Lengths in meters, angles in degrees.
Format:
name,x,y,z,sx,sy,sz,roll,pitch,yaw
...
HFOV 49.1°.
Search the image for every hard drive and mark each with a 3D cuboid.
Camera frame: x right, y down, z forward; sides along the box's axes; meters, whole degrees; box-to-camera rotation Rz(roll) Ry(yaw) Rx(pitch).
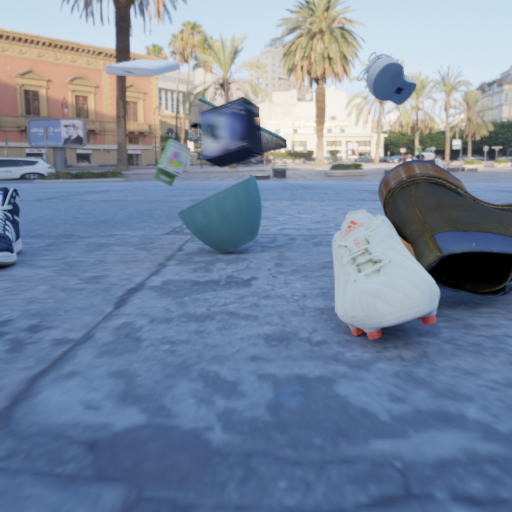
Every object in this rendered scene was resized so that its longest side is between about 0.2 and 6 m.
name,x,y,z,sx,sy,sz,roll,pitch,yaw
hard drive,-1.962,-3.291,9.809,0.827,0.167,1.254,7,25,13

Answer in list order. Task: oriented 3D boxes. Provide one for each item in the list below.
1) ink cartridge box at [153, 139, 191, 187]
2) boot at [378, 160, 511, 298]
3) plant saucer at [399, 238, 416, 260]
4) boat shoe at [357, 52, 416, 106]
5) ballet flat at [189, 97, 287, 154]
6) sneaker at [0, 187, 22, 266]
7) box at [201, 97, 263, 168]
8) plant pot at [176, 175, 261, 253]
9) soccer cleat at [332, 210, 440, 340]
name,x,y,z,sx,sy,sz,roll,pitch,yaw
ink cartridge box,-1.961,-2.159,13.068,0.513,0.989,0.293,23,-2,-30
boot,3.501,0.103,7.940,3.800,1.420,1.842,19,38,-15
plant saucer,3.132,-0.041,9.956,1.404,0.263,1.404,16,21,-6
boat shoe,2.713,-3.965,12.117,1.001,0.867,2.348,47,27,18
ballet flat,-0.481,-2.741,12.778,2.611,0.878,0.889,31,7,25
sneaker,-5.217,-0.612,11.100,0.925,1.432,2.639,-3,10,-15
box,-0.399,-1.985,9.064,0.860,0.853,0.530,-12,-13,31
plant pot,-0.613,-0.787,12.025,1.835,1.236,1.835,-25,9,4
soccer cleat,1.423,0.104,7.014,1.133,1.269,3.271,-15,7,6
